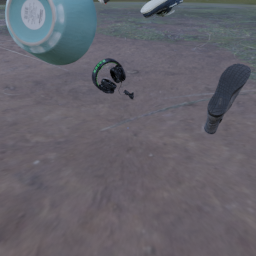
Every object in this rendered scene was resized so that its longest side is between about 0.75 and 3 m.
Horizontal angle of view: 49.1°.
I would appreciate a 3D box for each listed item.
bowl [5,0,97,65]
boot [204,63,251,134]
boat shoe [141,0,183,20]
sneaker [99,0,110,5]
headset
[{"bbox_3d":[-2.408,-3.137,8.066,2.691,2.691,1.408,10,18,17],"label":"bowl"},{"bbox_3d":[1.403,-0.429,4.107,0.346,0.653,0.991,34,74,22],"label":"boot"},{"bbox_3d":[1.357,-4.632,10.576,0.884,0.730,2.362,11,46,38],"label":"boat shoe"},{"bbox_3d":[-0.488,-3.705,7.376,0.564,0.531,1.377,-26,27,32],"label":"sneaker"},{"bbox_3d":[-0.242,-0.864,5.245,0.601,0.973,0.457,-49,51,2],"label":"headset"}]
